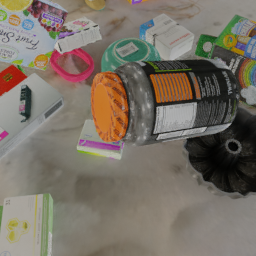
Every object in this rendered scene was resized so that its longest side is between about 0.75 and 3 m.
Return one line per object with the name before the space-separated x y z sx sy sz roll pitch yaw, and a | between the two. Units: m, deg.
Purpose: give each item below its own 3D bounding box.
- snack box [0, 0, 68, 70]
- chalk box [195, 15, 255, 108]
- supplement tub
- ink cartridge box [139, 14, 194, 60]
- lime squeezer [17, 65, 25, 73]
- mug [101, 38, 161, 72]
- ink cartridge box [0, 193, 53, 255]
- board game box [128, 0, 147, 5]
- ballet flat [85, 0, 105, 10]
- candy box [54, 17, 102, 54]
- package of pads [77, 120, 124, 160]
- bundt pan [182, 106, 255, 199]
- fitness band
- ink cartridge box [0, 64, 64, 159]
snack box | -2.443 -2.107 5.715 2.067 1.470 0.547 3 36 -47
chalk box | 3.491 -2.181 8.765 2.759 1.722 1.710 31 62 18
supplement tub | 0.714 -0.536 5.681 2.690 1.648 1.648 -7 55 -23
ink cartridge box | 1.368 -3.268 10.099 1.191 0.699 1.627 -33 63 -19
lime squeezer | -3.692 -1.711 9.160 0.312 0.585 1.657 9 78 18
mug | 0.078 -1.732 8.644 1.875 1.411 2.282 6 57 4
ink cartridge box | -2.839 2.416 6.459 2.116 0.507 1.540 -5 57 -5
board game box | 0.665 -7.037 11.636 2.306 2.308 2.306 -22 59 -14
ballet flat | -1.639 -5.611 11.685 0.672 0.617 1.959 -39 61 -1
candy box | -1.944 -3.337 10.001 1.584 0.567 1.329 -27 41 -17
package of pads | -0.713 0.291 7.891 1.259 0.429 0.972 9 57 6
bundt pan | 2.547 0.666 7.250 2.550 0.957 2.550 2 61 -3
fitness band | -1.928 -2.241 9.673 1.225 0.319 1.706 -39 63 -21
ink cartridge box | -3.726 -0.667 8.256 2.416 0.606 2.784 38 64 12
